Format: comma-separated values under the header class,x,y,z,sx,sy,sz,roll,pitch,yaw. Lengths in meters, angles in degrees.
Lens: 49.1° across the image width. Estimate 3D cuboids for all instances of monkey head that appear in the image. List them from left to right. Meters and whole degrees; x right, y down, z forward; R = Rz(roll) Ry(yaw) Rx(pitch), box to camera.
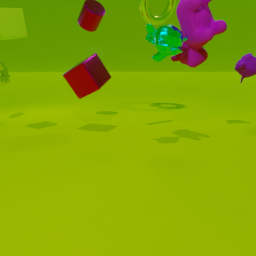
class,x,y,z,sx,sy,sz,roll,pitch,yaw
monkey head,0.766,-1.749,5.767,1.010,0.609,0.727,9,-21,-27
monkey head,3.592,-1.804,8.403,0.655,1.086,0.782,41,41,2

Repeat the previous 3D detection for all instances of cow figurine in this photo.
class,x,y,z,sx,sy,sz,roll,pitch,yaw
cow figurine,1.423,-2.128,6.235,0.830,1.511,1.487,-34,16,-22

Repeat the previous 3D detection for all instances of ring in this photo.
class,x,y,z,sx,sy,sz,roll,pitch,yaw
ring,0.776,-3.234,7.155,1.163,1.163,0.233,-8,32,-34

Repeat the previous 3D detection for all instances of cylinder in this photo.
class,x,y,z,sx,sy,sz,roll,pitch,yaw
cylinder,-1.197,-3.656,9.119,0.721,0.721,0.721,-9,-24,-35

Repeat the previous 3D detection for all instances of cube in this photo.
class,x,y,z,sx,sy,sz,roll,pitch,yaw
cube,-3.127,-2.647,7.165,0.703,0.703,0.703,8,22,38
cube,-1.112,-1.426,7.719,0.811,0.811,0.811,-20,22,35

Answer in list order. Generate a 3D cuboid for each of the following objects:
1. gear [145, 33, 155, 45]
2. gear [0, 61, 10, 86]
class,x,y,z,sx,sy,sz,roll,pitch,yaw
gear,1.708,-3.476,11.781,1.992,0.368,1.992,23,22,-10
gear,-4.578,-2.027,9.862,0.197,1.063,1.063,-20,10,9
